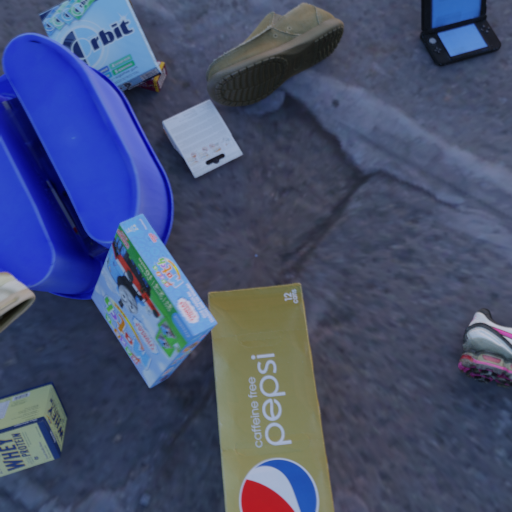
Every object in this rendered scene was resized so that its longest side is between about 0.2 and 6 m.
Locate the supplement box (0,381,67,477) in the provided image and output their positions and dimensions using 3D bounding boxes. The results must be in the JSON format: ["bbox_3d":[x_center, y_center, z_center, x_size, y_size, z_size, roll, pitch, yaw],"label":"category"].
[{"bbox_3d":[-3.281,2.425,7.870,0.980,0.979,0.658,-17,112,-6],"label":"supplement box"}]

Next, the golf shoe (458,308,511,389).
[{"bbox_3d":[4.397,1.555,8.350,2.531,0.919,1.165,18,69,7],"label":"golf shoe"}]

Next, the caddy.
[{"bbox_3d":[-3.100,-1.297,8.797,2.912,2.162,4.120,-28,87,1],"label":"caddy"}]

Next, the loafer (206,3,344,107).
[{"bbox_3d":[0.239,-3.789,10.462,3.033,1.153,1.023,-31,70,-22],"label":"loafer"}]

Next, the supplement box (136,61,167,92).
[{"bbox_3d":[-2.128,-3.479,10.678,0.715,0.369,0.468,16,71,6],"label":"supplement box"}]

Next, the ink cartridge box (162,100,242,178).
[{"bbox_3d":[-0.977,-2.108,10.227,1.019,0.315,1.257,-28,82,-11],"label":"ink cartridge box"}]

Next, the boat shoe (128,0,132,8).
[{"bbox_3d":[-3.239,-4.478,10.998,1.811,0.647,0.595,-41,44,-2],"label":"boat shoe"}]

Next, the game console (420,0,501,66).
[{"bbox_3d":[3.999,-4.550,10.868,1.428,0.831,1.256,-17,69,-6],"label":"game console"}]

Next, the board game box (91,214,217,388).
[{"bbox_3d":[-1.532,0.737,7.837,0.420,2.297,1.737,-28,77,-34],"label":"board game box"}]

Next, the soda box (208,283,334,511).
[{"bbox_3d":[0.202,2.599,7.640,1.362,1.441,4.254,-6,68,-3],"label":"soda box"}]

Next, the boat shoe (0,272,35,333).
[{"bbox_3d":[-3.578,1.018,7.037,0.579,0.643,1.783,35,64,9],"label":"boat shoe"}]

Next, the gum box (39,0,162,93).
[{"bbox_3d":[-2.856,-3.882,10.294,1.586,0.416,1.866,-25,87,4],"label":"gum box"}]
